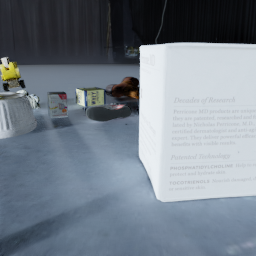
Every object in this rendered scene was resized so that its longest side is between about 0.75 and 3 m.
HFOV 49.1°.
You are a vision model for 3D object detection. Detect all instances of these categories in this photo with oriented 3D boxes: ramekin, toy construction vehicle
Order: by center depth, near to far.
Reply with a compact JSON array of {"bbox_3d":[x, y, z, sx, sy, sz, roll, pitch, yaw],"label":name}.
[{"bbox_3d":[-4.050,-1.331,7.795,2.122,0.858,2.438,-15,11,-16],"label":"toy construction vehicle"},{"bbox_3d":[-3.679,-0.416,7.842,2.081,0.969,2.081,-1,16,0],"label":"ramekin"}]

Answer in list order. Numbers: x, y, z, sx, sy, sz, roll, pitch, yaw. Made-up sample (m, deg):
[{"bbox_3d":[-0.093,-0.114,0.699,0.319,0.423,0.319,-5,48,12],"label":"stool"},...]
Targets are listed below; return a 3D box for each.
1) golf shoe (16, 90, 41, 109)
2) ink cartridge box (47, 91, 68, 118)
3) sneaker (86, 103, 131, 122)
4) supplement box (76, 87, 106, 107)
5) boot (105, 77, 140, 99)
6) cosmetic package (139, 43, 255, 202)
[{"bbox_3d":[-4.173,-1.064,10.880,1.726,0.676,0.839,13,26,42],"label":"golf shoe"},{"bbox_3d":[-2.401,-0.798,9.547,0.588,0.810,0.586,-7,20,-21],"label":"ink cartridge box"},{"bbox_3d":[-0.720,-0.532,9.211,1.520,0.507,0.814,-6,12,-22],"label":"sneaker"},{"bbox_3d":[-1.576,-1.332,11.767,0.950,0.638,0.951,-10,18,-32],"label":"supplement box"},{"bbox_3d":[0.573,-1.921,13.518,2.530,0.866,2.381,12,19,36],"label":"boot"},{"bbox_3d":[1.249,-0.259,4.811,1.890,2.272,1.902,-2,16,-7],"label":"cosmetic package"}]
